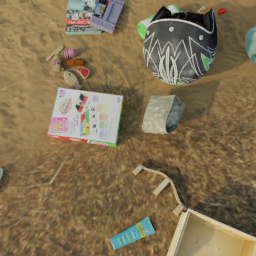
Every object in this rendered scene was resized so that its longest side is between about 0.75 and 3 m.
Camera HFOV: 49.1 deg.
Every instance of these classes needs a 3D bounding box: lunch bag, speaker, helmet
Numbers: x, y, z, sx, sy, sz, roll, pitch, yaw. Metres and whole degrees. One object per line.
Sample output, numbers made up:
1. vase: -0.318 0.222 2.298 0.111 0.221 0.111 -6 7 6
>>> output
1. lunch bag: 1.292 -0.438 10.644 1.238 0.887 1.509 6 67 47
2. speaker: 1.348 -4.602 12.163 1.882 0.832 0.832 -32 76 -9
3. helmet: 1.914 -3.022 10.436 2.956 2.956 2.818 22 57 6

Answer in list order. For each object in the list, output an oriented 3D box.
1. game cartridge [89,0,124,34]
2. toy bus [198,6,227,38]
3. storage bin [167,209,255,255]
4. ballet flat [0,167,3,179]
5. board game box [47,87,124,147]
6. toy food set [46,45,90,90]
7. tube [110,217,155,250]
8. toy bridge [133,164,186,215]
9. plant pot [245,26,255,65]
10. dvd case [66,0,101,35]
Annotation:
1. game cartridge: -0.935 -5.122 12.430 1.128 0.334 1.740 21 70 -11
2. toy bus: 3.337 -4.316 11.995 1.840 1.736 0.951 -43 122 -11
3. storage bin: 2.651 4.362 9.266 2.488 1.166 2.470 22 73 6
4. ballet flat: -4.973 1.995 10.413 0.397 0.397 1.108 7 74 2
5. board game box: -1.613 -0.449 11.049 2.651 0.535 2.028 8 73 3
6. toy food set: -2.434 -2.678 11.830 2.119 0.334 1.347 39 77 11
7. tube: 0.147 3.763 9.907 1.551 0.391 0.600 -23 88 -11
8. toy bridge: 1.259 2.159 10.380 2.331 0.317 0.783 43 78 11
9. plant pot: 5.521 -3.213 11.302 1.621 1.621 1.086 16 72 5
10. dvd case: -1.985 -5.198 12.651 1.565 0.236 2.144 -2 74 -1
